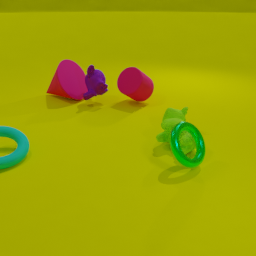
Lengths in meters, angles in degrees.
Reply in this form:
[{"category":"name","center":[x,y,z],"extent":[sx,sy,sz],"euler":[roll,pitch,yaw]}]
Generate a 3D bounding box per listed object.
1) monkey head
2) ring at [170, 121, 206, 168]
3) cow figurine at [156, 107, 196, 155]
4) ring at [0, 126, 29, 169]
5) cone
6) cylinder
[{"category":"monkey head","center":[-1.347,-1.639,10.551],"extent":[1.142,1.587,0.956],"euler":[-32,77,-12]},{"category":"ring","center":[1.410,0.383,6.553],"extent":[1.111,1.111,0.222],"euler":[-23,-1,-40]},{"category":"cow figurine","center":[1.471,0.041,7.796],"extent":[1.502,0.838,1.526],"euler":[-17,46,-42]},{"category":"ring","center":[-3.271,0.467,7.077],"extent":[1.472,0.294,1.472],"euler":[10,37,-8]},{"category":"cone","center":[-2.790,-1.701,11.441],"extent":[1.669,1.663,1.663],"euler":[-17,14,32]},{"category":"cylinder","center":[0.297,-1.642,10.663],"extent":[1.070,1.070,1.070],"euler":[17,-2,32]}]
